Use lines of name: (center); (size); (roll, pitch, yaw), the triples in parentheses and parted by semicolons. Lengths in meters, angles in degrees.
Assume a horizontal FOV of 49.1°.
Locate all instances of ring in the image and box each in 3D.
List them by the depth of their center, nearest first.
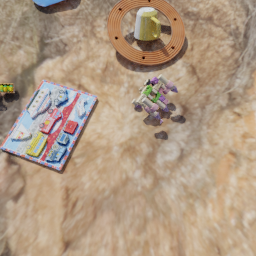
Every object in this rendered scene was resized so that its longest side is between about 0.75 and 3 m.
ring: (0.658, -3.544, 10.156); (2.880, 0.276, 2.880); (2, 74, -8)

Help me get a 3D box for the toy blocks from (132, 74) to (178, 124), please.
toy blocks: (0.924, -0.892, 8.859); (1.053, 1.251, 1.169); (38, 78, -17)

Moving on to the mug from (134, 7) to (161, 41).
mug: (0.781, -3.746, 10.029); (1.158, 0.951, 0.927); (17, 43, 23)

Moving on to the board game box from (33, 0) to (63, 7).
board game box: (-3.033, -5.560, 11.526); (1.899, 0.370, 1.501); (-22, 69, -5)

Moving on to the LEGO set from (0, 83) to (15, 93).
LEGO set: (-4.942, -1.656, 8.797); (2.575, 0.958, 1.184); (29, 65, 0)

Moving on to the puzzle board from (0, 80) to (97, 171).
puzzle board: (-2.415, -0.225, 8.753); (2.054, 0.237, 2.726); (18, 63, 9)
